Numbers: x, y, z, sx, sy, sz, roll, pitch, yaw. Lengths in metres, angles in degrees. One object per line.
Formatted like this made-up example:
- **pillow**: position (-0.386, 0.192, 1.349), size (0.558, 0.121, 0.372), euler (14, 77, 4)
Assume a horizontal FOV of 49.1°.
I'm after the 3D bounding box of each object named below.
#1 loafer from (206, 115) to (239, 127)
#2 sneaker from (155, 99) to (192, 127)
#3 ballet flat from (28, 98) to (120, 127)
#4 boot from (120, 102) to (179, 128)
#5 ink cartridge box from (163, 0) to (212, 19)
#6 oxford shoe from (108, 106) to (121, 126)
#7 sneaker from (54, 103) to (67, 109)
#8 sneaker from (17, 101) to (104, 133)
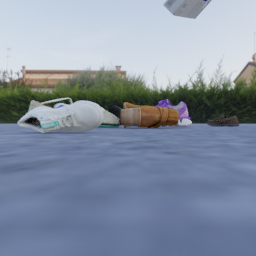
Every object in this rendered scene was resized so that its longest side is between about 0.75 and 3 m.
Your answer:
- **loafer**: position (4.038, -0.314, 11.941), size (1.398, 0.496, 0.510), euler (1, 1, 38)
- **sneaker**: position (1.236, -0.566, 10.812), size (2.401, 1.062, 0.966), euler (-1, 2, 18)
- **ballet flat**: position (-1.538, -0.461, 8.625), size (2.930, 0.914, 0.988), euler (0, 4, -26)
- **boot**: position (0.666, -0.414, 8.608), size (1.669, 0.824, 2.150), euler (0, 1, 2)
- **ink cartridge box**: position (2.034, -4.026, 8.565), size (1.283, 0.506, 2.581), euler (-46, -8, 30)
- **oxford shoe**: position (-0.421, -0.581, 13.822), size (1.138, 0.980, 2.697), euler (1, 1, -17)
- **sneaker**: position (-1.786, -0.496, 10.774), size (1.305, 0.913, 2.259), euler (-2, -1, 19)
- **sneaker**: position (-1.061, -0.101, 4.333), size (1.363, 0.513, 0.603), euler (-4, 14, 21)
